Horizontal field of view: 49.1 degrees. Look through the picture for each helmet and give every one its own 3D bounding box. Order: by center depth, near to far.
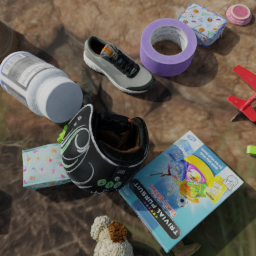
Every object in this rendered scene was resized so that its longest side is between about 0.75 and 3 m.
[{"bbox_3d":[-0.764,0.625,8.039,2.487,2.371,2.487,17,54,-26],"label":"helmet"}]

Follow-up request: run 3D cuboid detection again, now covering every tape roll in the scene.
[{"bbox_3d":[1.439,-2.946,10.250,1.984,0.843,1.984,0,69,-1],"label":"tape roll"}]

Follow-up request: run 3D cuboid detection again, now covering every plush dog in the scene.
[{"bbox_3d":[-0.375,3.414,7.342,1.634,1.749,2.036,11,70,4],"label":"plush dog"}]

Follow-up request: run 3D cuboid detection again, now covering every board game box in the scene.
[{"bbox_3d":[1.530,1.797,8.368,2.928,0.687,2.211,-37,65,-13],"label":"board game box"}]

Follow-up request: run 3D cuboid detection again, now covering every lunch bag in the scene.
[{"bbox_3d":[-2.436,1.177,8.677,1.430,0.872,1.218,-12,69,1],"label":"lunch bag"},{"bbox_3d":[2.843,-3.958,10.745,1.739,0.657,1.393,36,71,14],"label":"lunch bag"}]

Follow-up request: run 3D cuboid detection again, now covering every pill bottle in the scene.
[{"bbox_3d":[-2.720,-1.286,8.718,2.681,1.525,1.525,32,71,34],"label":"pill bottle"}]

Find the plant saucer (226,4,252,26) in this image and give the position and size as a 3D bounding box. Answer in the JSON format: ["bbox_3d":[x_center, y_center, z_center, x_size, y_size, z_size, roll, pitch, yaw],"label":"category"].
[{"bbox_3d":[4.452,-4.558,11.175,1.001,0.254,1.001,0,69,1],"label":"plant saucer"}]

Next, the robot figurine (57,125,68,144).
[{"bbox_3d":[-1.892,0.256,9.220,0.852,0.493,0.748,-39,77,-13],"label":"robot figurine"}]

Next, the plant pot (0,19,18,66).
[{"bbox_3d":[-5.322,-3.473,9.877,2.211,1.928,2.211,0,68,0],"label":"plant pot"}]

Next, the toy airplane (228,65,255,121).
[{"bbox_3d":[4.491,-1.185,9.766,2.680,0.493,2.680,0,68,1],"label":"toy airplane"}]

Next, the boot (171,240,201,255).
[{"bbox_3d":[1.525,3.276,8.173,0.837,0.316,0.956,-31,71,-11],"label":"boot"}]

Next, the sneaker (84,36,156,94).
[{"bbox_3d":[-0.374,-2.202,9.802,2.944,1.167,1.088,32,71,10],"label":"sneaker"}]

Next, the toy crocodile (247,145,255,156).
[{"bbox_3d":[4.606,0.812,9.076,1.469,0.454,0.496,5,70,7],"label":"toy crocodile"}]

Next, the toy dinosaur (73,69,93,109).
[{"bbox_3d":[-1.512,-1.239,9.603,0.880,0.662,1.720,1,58,22],"label":"toy dinosaur"}]
